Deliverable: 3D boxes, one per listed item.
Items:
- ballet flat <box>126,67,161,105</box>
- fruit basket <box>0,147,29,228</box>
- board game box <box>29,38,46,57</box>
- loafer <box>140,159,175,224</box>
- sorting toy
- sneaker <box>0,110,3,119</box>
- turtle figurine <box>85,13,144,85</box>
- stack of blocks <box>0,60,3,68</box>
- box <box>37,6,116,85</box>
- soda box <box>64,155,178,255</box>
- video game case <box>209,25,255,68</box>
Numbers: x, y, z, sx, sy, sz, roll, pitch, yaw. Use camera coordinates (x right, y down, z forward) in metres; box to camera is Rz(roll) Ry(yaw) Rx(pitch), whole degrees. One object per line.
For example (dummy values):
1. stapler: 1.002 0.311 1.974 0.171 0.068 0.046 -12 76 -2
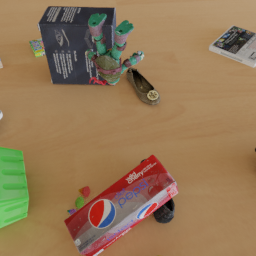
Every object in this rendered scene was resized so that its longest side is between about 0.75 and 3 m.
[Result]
1. ballet flat: 0.587 -1.813 11.595 0.799 0.550 2.373 -19 51 -16
2. fruit basket: -4.026 1.729 7.820 2.349 1.694 2.349 13 40 -11
3. board game box: -3.871 -4.133 13.903 1.767 0.257 1.189 -21 51 -18
4. loafer: 0.874 1.709 8.205 0.713 0.737 2.099 3 45 -24
5. sorting toy: -1.495 2.123 8.263 0.336 0.339 0.976 0 41 32
6. sneaker: -5.839 -0.476 10.033 2.730 1.090 1.776 9 47 8
7. turtle figurine: -0.441 -2.008 8.002 1.784 2.383 1.200 5 61 3
8. stack of blocks: -6.995 -3.060 12.098 2.573 1.482 0.754 -22 51 -18
9. box: -1.862 -3.316 11.487 2.774 2.728 1.629 2 47 1
10. soda box: -0.123 2.028 7.298 2.898 0.919 1.015 -35 55 -5
11. video game case: 5.666 -4.109 13.861 2.368 0.304 2.605 32 56 25
